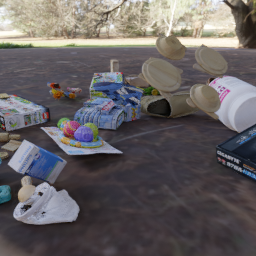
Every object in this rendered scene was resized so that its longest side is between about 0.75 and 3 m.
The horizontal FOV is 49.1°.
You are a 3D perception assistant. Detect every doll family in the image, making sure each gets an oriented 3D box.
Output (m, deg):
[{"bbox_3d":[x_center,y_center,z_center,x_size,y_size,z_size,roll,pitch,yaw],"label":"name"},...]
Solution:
[{"bbox_3d":[-2.829,-1.543,12.459,1.617,0.729,1.004,7,4,-37],"label":"doll family"}]

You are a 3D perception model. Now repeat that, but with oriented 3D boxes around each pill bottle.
[{"bbox_3d":[3.449,-0.738,8.836,1.431,1.431,2.524,-1,20,-2],"label":"pill bottle"}]

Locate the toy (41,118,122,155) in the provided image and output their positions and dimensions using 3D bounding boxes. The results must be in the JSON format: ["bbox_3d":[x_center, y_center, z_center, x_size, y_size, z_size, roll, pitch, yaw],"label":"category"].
[{"bbox_3d":[-1.316,0.099,7.509,1.407,0.577,2.443,0,11,-32],"label":"toy"}]

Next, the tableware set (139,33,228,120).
[{"bbox_3d":[1.008,-0.992,4.762,1.465,0.204,1.754,25,53,-6],"label":"tableware set"}]

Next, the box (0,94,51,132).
[{"bbox_3d":[-4.119,-0.623,9.897,1.539,0.486,2.797,-17,26,-40],"label":"box"}]

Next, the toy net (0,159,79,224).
[{"bbox_3d":[-2.245,1.108,4.975,2.904,0.561,1.523,10,22,25],"label":"toy net"}]

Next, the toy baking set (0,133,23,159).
[{"bbox_3d":[-3.789,0.473,7.218,2.029,0.236,1.557,1,20,2],"label":"toy baking set"}]

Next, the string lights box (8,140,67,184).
[{"bbox_3d":[-1.702,0.679,5.398,0.309,0.539,1.048,27,-10,31],"label":"string lights box"}]

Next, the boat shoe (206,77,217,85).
[{"bbox_3d":[3.803,-1.470,11.460,1.083,1.026,2.859,-3,20,-8],"label":"boat shoe"}]

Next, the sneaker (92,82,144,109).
[{"bbox_3d":[-0.246,-0.876,7.325,1.462,0.601,0.540,8,7,-29],"label":"sneaker"}]

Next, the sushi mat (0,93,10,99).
[{"bbox_3d":[-4.829,-1.239,10.823,0.390,0.049,0.815,-13,22,-32],"label":"sushi mat"}]

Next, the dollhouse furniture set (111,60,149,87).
[{"bbox_3d":[0.594,-3.069,15.535,2.941,1.302,1.524,-3,20,-10],"label":"dollhouse furniture set"}]

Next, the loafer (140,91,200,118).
[{"bbox_3d":[1.562,-0.746,9.810,2.360,0.897,0.796,-7,23,0],"label":"loafer"}]

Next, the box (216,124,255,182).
[{"bbox_3d":[3.366,0.464,6.205,2.190,0.504,1.741,-24,28,-22],"label":"box"}]

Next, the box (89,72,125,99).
[{"bbox_3d":[-0.942,-2.098,13.564,1.601,0.505,2.908,-3,25,-2],"label":"box"}]

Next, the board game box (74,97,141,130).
[{"bbox_3d":[-0.598,-0.534,9.495,1.908,0.589,1.910,4,19,12],"label":"board game box"}]

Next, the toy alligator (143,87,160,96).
[{"bbox_3d":[1.137,-1.782,13.231,1.767,0.424,0.586,-7,20,-18],"label":"toy alligator"}]
